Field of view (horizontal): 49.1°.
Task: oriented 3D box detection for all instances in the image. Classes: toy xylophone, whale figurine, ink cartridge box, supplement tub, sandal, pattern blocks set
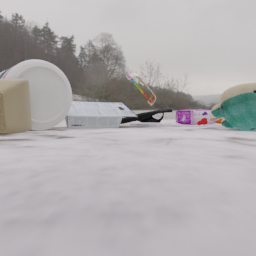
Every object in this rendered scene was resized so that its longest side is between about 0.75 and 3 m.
[{"bbox_3d":[0.423,-1.229,8.480,0.302,1.204,0.881,-40,16,8],"label":"toy xylophone"},{"bbox_3d":[2.818,-0.301,6.773,1.540,1.005,1.936,-4,-22,4],"label":"whale figurine"},{"bbox_3d":[-0.931,-0.432,8.631,1.999,0.433,1.962,1,16,-15],"label":"ink cartridge box"},{"bbox_3d":[-2.590,-0.782,7.129,1.613,1.613,2.298,-2,3,-37],"label":"supplement tub"},{"bbox_3d":[0.882,-0.425,13.324,2.645,0.633,0.994,-14,6,-15],"label":"sandal"},{"bbox_3d":[3.566,-0.565,10.609,1.666,0.135,1.464,-8,30,42],"label":"pattern blocks set"}]

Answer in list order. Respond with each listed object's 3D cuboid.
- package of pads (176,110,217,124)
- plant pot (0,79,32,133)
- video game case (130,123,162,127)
[{"bbox_3d":[3.045,-0.485,12.418,1.715,0.649,1.034,-2,3,-38],"label":"package of pads"},{"bbox_3d":[-2.536,-0.371,5.320,1.073,1.072,0.950,0,13,-3],"label":"plant pot"},{"bbox_3d":[0.655,-0.128,9.940,0.955,0.120,1.048,1,2,17],"label":"video game case"}]
